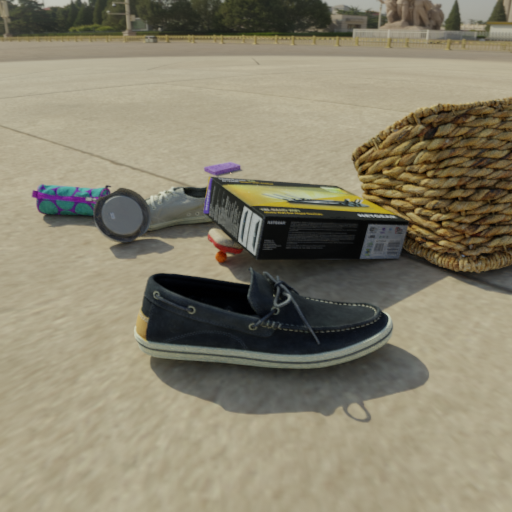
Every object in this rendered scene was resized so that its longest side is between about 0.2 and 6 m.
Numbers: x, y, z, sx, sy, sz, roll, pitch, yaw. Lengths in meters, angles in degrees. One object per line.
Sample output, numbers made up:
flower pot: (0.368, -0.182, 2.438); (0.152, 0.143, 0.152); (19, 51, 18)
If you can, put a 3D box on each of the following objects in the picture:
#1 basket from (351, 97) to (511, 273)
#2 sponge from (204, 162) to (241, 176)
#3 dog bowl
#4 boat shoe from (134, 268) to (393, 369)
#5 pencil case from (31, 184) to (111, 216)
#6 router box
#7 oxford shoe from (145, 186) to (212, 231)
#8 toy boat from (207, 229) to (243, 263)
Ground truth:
basket: (4.369, -1.218, 11.537); (4.245, 3.162, 3.030); (-13, -6, -27)
sponge: (-0.941, -2.438, 15.618); (0.929, 0.139, 0.518); (-20, 32, -36)
dog bowl: (-2.649, -0.765, 11.000); (1.113, 1.113, 0.326); (-14, -9, -28)
boat shoe: (0.118, 0.753, 7.404); (3.448, 1.073, 1.286); (2, 16, -1)
pencil case: (-3.977, -1.217, 12.275); (1.626, 0.692, 0.751); (3, -5, 8)
router box: (0.870, -0.720, 10.458); (3.053, 0.797, 2.400); (0, 22, -29)
oxford shoe: (-1.923, -1.047, 11.839); (2.611, 0.754, 0.982); (-10, 31, -11)
toy boat: (-0.596, -0.146, 10.147); (0.554, 0.555, 0.849); (11, 16, -24)
